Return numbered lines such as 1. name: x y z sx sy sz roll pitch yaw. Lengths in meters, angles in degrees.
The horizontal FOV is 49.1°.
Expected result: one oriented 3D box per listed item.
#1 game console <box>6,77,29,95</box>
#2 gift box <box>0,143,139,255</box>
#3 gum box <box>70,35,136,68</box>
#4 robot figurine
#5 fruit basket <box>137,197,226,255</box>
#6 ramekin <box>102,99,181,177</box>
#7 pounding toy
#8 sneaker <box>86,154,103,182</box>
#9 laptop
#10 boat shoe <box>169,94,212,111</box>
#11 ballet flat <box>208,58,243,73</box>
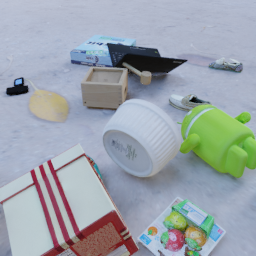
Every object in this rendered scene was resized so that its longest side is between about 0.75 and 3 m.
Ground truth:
1. game console: -4.409 -1.687 11.167 0.812 0.166 1.377 -10 36 -14
2. gift box: -1.076 1.664 5.028 1.823 1.975 1.845 -26 45 -13
3. gum box: -1.138 -3.805 13.791 2.350 0.616 2.766 12 38 16
4. robot figurine: 2.324 0.251 7.369 2.003 1.321 2.283 -23 41 -18
5. fruit basket: 1.039 2.047 5.442 1.304 0.611 1.208 -31 45 -32
6. ramekin: 0.237 0.323 6.581 1.797 1.797 0.943 22 50 28
7. pounding toy: -0.313 -1.553 10.199 2.282 1.044 2.005 4 35 6
8. sneaker: -1.488 1.034 6.744 1.732 0.724 1.046 2 39 -11
9. laptop: 0.659 -3.196 11.739 2.543 1.482 2.870 2 48 -19
10. boat shoe: 2.168 -0.891 9.659 1.690 0.578 0.632 27 43 33
11. ballet flat: 4.403 -2.891 12.587 1.514 0.545 0.545 15 38 20
